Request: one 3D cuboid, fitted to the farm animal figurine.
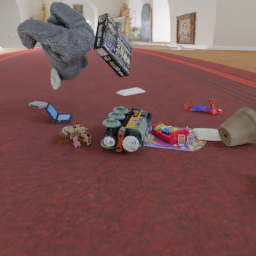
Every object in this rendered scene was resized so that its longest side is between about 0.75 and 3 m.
[{"bbox_3d":[-1.943,0.183,10.478,1.276,0.665,1.262,1,22,2],"label":"farm animal figurine"}]

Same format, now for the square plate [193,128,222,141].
[{"bbox_3d":[3.166,0.228,11.009,1.053,0.151,1.063,3,20,-1],"label":"square plate"}]

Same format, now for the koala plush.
[{"bbox_3d":[-2.514,-2.958,11.206,2.562,2.788,2.472,32,58,15],"label":"koala plush"}]

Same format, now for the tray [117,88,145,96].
[{"bbox_3d":[0.184,-2.280,17.368,1.658,0.184,0.890,-15,25,-33],"label":"tray"}]

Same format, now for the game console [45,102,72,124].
[{"bbox_3d":[-3.100,-0.710,12.676,1.036,0.718,1.214,-3,23,-6],"label":"game console"}]

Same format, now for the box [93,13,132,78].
[{"bbox_3d":[-0.568,-3.413,11.754,0.525,1.722,2.136,-6,-25,29],"label":"box"}]

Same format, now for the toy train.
[{"bbox_3d":[-0.009,0.009,10.375,1.565,1.170,2.747,11,23,8],"label":"toy train"}]

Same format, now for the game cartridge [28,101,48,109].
[{"bbox_3d":[-4.672,-1.223,14.718,0.942,0.191,0.628,13,29,30],"label":"game cartridge"}]

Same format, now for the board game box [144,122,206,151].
[{"bbox_3d":[1.668,0.127,10.828,2.672,0.520,2.111,6,23,14],"label":"board game box"}]

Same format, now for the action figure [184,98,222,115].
[{"bbox_3d":[3.720,-1.177,13.697,1.840,0.911,0.600,15,27,28],"label":"action figure"}]

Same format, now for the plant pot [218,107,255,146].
[{"bbox_3d":[4.006,0.062,10.182,1.180,1.360,1.360,-22,26,-11],"label":"plant pot"}]
